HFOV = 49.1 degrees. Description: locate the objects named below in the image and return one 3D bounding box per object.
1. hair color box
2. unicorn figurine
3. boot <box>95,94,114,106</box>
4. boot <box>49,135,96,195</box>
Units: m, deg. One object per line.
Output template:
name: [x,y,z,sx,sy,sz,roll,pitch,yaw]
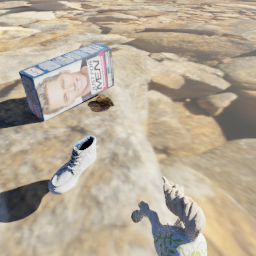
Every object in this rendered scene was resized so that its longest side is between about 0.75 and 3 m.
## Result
hair color box: [-1.754,-1.518,8.737,0.861,1.423,2.845,29,48,36]
unicorn figurine: [0.524,1.911,3.142,0.901,2.441,1.676,-9,5,-22]
boot: [-0.750,-0.830,8.954,0.328,0.320,0.870,-31,34,-24]
boot: [-1.057,0.649,5.400,0.478,0.621,1.300,22,42,17]
